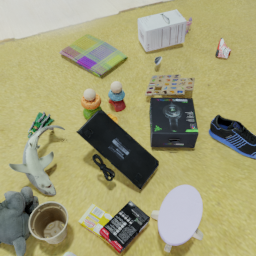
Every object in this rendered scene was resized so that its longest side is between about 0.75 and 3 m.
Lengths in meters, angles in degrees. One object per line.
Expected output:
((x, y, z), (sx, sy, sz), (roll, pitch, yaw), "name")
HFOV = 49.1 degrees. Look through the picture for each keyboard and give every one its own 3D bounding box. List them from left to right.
((-0.455, 0.880, 9.515), (2.897, 0.372, 1.740), (42, 62, 0), "keyboard")

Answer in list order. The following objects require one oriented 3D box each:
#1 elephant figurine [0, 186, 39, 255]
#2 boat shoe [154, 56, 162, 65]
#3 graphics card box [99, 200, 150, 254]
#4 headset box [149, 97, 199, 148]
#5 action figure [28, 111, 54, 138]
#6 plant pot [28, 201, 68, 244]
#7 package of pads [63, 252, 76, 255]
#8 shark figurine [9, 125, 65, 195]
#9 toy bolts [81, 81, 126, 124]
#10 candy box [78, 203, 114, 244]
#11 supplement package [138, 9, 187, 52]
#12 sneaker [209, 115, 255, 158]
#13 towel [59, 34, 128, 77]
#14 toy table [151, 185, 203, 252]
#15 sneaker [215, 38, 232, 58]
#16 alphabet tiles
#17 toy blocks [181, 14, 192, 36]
((-3.943, 2.685, 8.256), (2.367, 1.836, 1.675), (-10, 94, 5), "elephant figurine")
((1.413, -3.279, 13.397), (0.267, 0.282, 0.787), (46, 40, -17), "boat shoe")
((-0.084, 2.922, 8.368), (0.856, 0.347, 1.365), (34, 55, 25), "graphics card box")
((1.695, -0.166, 10.762), (1.707, 0.910, 1.961), (2, 51, 2), "headset box")
((-3.557, -0.084, 11.088), (0.755, 0.350, 1.278), (20, 57, 12), "action figure")
((-2.225, 2.878, 8.208), (1.101, 1.008, 1.101), (0, 51, 0), "plant pot")
((-1.524, 4.804, 6.655), (2.188, 0.966, 2.832), (29, 56, 22), "package of pads")
((-3.314, 0.951, 9.863), (1.699, 1.186, 2.843), (18, 53, -30), "shark figurine")
((-0.789, -1.014, 11.218), (1.833, 1.271, 1.751), (-32, 58, -24), "toy bolts")
((-0.728, 3.000, 8.632), (1.462, 0.193, 0.747), (27, 56, 20), "candy box")
((1.727, -5.017, 14.414), (2.167, 1.271, 1.267), (-17, 52, -8), "supplement package")
((4.156, 0.302, 10.372), (2.348, 0.914, 0.823), (26, 55, 20), "sneaker")
((-1.738, -3.700, 14.038), (2.982, 0.340, 2.142), (33, 57, 23), "towel")
((1.511, 2.710, 8.315), (1.663, 1.059, 1.809), (31, 58, 23), "toy table")
((4.906, -4.047, 14.253), (0.705, 0.439, 1.315), (17, 56, 12), "sneaker")
((1.859, -1.890, 12.162), (1.990, 0.075, 1.663), (2, 40, 18), "alphabet tiles")
((2.889, -5.737, 15.295), (1.053, 0.949, 1.127), (22, 54, 17), "toy blocks")
